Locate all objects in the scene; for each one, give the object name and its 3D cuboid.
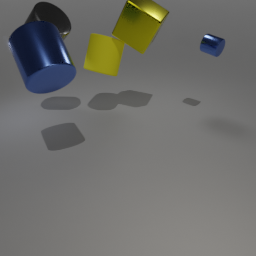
[{"bbox_3d":[-2.293,-1.869,7.562,1.400,1.400,1.400,-18,75,-29],"label":"cylinder"},{"bbox_3d":[-0.961,-2.924,11.265,1.400,1.400,1.400,13,12,-3],"label":"cylinder"},{"bbox_3d":[0.475,-3.894,10.392,1.400,1.400,1.400,32,41,-3],"label":"cube"},{"bbox_3d":[3.239,-3.170,10.737,0.700,0.700,0.700,33,42,30],"label":"cylinder"},{"bbox_3d":[-2.979,-3.493,10.066,1.400,1.400,1.400,-34,4,40],"label":"cylinder"}]
